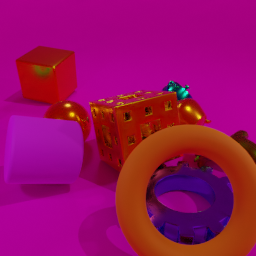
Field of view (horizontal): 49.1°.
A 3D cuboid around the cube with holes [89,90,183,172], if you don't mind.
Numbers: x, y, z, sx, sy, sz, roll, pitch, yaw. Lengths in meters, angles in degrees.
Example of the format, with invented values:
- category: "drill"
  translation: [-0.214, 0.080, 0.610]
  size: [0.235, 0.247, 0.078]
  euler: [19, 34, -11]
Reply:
- category: "cube with holes"
  translation: [0.145, 0.006, 5.727]
  size: [1.302, 1.302, 1.302]
  euler: [-16, 16, -25]

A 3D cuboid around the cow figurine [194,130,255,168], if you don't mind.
- category: "cow figurine"
  translation: [2.129, 0.538, 5.803]
  size: [1.360, 0.758, 1.382]
  euler: [-21, 42, -34]

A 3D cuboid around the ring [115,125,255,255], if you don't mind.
- category: "ring"
  translation: [0.831, 0.944, 3.731]
  size: [1.996, 1.996, 0.399]
  euler: [-1, -7, -1]

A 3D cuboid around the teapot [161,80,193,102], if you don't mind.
- category: "teapot"
  translation: [1.466, -0.900, 7.984]
  size: [0.744, 1.519, 0.945]
  euler: [-46, 52, 7]

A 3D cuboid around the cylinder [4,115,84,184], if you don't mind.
- category: "cylinder"
  translation: [-1.578, 0.419, 5.178]
  size: [1.201, 1.201, 1.201]
  euler: [6, 25, -28]

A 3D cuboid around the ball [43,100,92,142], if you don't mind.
- category: "ball"
  translation: [-1.393, -0.078, 6.422]
  size: [1.115, 1.115, 1.115]
  euler: [0, 30, 0]

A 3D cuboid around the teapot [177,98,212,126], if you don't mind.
- category: "teapot"
  translation: [1.418, -0.107, 6.588]
  size: [0.881, 1.119, 1.800]
  euler: [38, 33, 24]

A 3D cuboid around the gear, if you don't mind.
- category: "gear"
  translation: [0.950, 1.227, 4.774]
  size: [1.917, 0.354, 1.917]
  euler: [0, 25, 0]

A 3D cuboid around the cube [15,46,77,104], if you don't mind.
- category: "cube"
  translation: [-2.480, -1.667, 8.768]
  size: [1.299, 1.299, 1.299]
  euler: [12, 38, 13]
